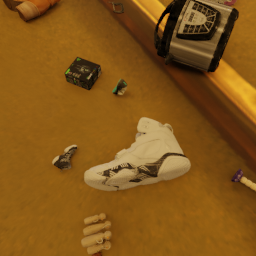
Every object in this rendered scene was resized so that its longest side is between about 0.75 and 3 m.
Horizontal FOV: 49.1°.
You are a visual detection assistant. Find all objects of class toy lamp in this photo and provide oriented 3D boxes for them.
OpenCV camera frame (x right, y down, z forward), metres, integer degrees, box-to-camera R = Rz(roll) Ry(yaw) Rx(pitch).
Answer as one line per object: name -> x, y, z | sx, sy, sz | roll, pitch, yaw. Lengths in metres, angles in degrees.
toy lamp -> 3.663, 1.744, 7.600 | 1.662, 0.484, 0.484 | 36, 66, 20

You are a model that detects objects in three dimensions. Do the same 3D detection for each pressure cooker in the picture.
pressure cooker -> 2.165, -3.219, 9.522 | 2.509, 2.241, 2.207 | 23, 43, 13

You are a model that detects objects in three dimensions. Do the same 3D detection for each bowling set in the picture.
bowling set -> -0.656, 2.747, 6.921 | 0.711, 1.324, 0.921 | -17, 103, -2

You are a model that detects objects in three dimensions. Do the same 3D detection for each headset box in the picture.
headset box -> -1.580, -1.912, 9.722 | 1.012, 0.470, 0.881 | 24, 62, 13

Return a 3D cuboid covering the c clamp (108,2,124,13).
c clamp -> -0.500, -5.087, 11.807 | 0.661, 0.105, 0.774 | -10, 59, -12

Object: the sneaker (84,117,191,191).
sneaker -> 0.162, 0.716, 7.864 | 2.912, 1.094, 1.674 | -8, 59, -11

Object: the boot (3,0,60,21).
boot -> -4.142, -5.581, 11.596 | 2.391, 0.917, 1.856 | 41, 68, 20

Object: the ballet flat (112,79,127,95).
ballet flat -> -0.256, -1.255, 9.025 | 0.348, 1.018, 0.346 | 33, 74, -7

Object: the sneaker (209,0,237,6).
sneaker -> 3.681, -5.724, 11.867 | 1.827, 0.735, 0.808 | 9, 54, 0

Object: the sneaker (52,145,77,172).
sneaker -> -1.741, 0.903, 8.175 | 0.861, 0.325, 0.490 | -40, 68, -14
